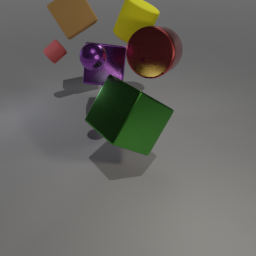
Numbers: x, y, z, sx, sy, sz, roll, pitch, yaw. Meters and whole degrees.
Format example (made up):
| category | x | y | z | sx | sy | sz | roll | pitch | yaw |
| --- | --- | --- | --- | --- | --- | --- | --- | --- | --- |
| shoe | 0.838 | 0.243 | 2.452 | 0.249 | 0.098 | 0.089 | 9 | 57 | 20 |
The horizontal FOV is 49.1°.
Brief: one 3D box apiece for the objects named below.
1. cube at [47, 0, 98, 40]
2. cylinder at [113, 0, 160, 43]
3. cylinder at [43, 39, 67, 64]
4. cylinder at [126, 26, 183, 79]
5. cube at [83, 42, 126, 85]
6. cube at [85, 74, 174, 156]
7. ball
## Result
| category | x | y | z | sx | sy | sz | roll | pitch | yaw |
| --- | --- | --- | --- | --- | --- | --- | --- | --- | --- |
| cube | -2.191 | -4.536 | 11.213 | 1.400 | 1.400 | 1.400 | -32 | 18 | 1 |
| cylinder | 0.306 | -4.140 | 10.903 | 1.400 | 1.400 | 1.400 | 19 | 34 | -13 |
| cylinder | -2.983 | -3.128 | 11.478 | 0.700 | 0.700 | 0.700 | -40 | 35 | 6 |
| cylinder | 0.811 | -2.254 | 8.262 | 1.400 | 1.400 | 1.400 | 10 | 21 | 16 |
| cube | -0.898 | -2.326 | 10.265 | 1.400 | 1.400 | 1.400 | 4 | 14 | -10 |
| cube | 0.021 | -0.322 | 7.269 | 1.400 | 1.400 | 1.400 | 22 | 11 | -44 |
| ball | -0.897 | -1.832 | 7.195 | 0.700 | 0.700 | 0.700 | 0 | 31 | 0 |
